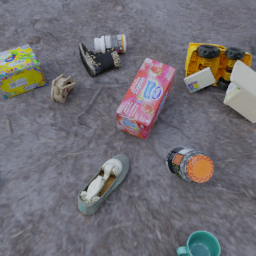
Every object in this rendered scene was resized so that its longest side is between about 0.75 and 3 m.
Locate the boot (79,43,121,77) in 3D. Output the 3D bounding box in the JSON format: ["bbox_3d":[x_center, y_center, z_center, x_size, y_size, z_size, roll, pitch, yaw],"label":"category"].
[{"bbox_3d":[-1.463,-3.605,14.109,1.686,0.819,2.239,-19,55,-14],"label":"boot"}]

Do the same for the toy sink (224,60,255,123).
[{"bbox_3d":[4.839,-1.469,11.560,2.143,1.201,1.397,35,52,-5],"label":"toy sink"}]

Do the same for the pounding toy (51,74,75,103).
[{"bbox_3d":[-2.755,-1.649,12.396,1.010,1.007,1.760,11,31,9],"label":"pounding toy"}]

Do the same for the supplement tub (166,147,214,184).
[{"bbox_3d":[2.016,1.209,9.217,1.058,1.727,1.058,0,92,-13],"label":"supplement tub"}]

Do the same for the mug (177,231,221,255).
[{"bbox_3d":[2.017,3.467,8.023,1.098,0.679,0.902,20,52,17],"label":"mug"}]

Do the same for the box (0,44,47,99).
[{"bbox_3d":[-5.160,-2.663,13.014,2.010,1.226,1.936,-23,53,-18],"label":"box"}]

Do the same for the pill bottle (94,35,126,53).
[{"bbox_3d":[-0.925,-4.380,14.724,1.616,0.941,0.941,-6,49,-3],"label":"pill bottle"}]

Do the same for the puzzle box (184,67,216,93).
[{"bbox_3d":[3.150,-2.097,12.317,1.188,0.790,0.151,-22,38,21],"label":"puzzle box"}]

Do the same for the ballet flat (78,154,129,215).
[{"bbox_3d":[-0.735,1.707,9.450,0.891,0.842,2.643,23,52,21],"label":"ballet flat"}]

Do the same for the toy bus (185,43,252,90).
[{"bbox_3d":[4.033,-3.153,13.289,2.731,1.853,2.622,4,32,1],"label":"toy bus"}]

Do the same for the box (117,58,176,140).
[{"bbox_3d":[0.729,-1.158,11.100,1.347,1.407,2.822,23,66,11],"label":"box"}]
